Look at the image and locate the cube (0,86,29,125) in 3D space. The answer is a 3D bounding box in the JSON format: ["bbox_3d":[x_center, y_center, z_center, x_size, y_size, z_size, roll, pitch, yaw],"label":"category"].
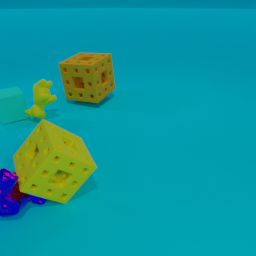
[{"bbox_3d":[-3.320,-0.652,7.889,0.756,0.756,0.756,-18,31,-26],"label":"cube"}]

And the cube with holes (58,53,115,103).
[{"bbox_3d":[-1.269,-1.642,8.990,1.202,1.202,1.202,8,33,24],"label":"cube with holes"}]

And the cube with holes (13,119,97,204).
[{"bbox_3d":[-1.234,0.565,4.673,0.862,0.862,0.862,32,13,-41],"label":"cube with holes"}]

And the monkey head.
[{"bbox_3d":[-1.870,0.905,4.433,1.202,0.865,0.724,31,22,-1],"label":"monkey head"}]

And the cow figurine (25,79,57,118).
[{"bbox_3d":[-2.448,-0.767,7.723,0.956,0.972,0.533,-23,-12,25],"label":"cow figurine"}]
